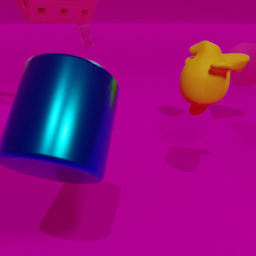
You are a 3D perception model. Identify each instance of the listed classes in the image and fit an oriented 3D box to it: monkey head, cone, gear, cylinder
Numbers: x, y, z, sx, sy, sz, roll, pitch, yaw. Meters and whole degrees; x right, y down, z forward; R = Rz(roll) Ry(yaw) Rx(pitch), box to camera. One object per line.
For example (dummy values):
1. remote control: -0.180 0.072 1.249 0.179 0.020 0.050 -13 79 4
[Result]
1. monkey head: 1.511 -0.875 4.881 1.213 1.686 1.016 2 67 -1
2. cone: 3.231 -1.842 8.079 1.330 1.330 1.335 14 16 30
3. gear: -1.438 -3.226 8.599 0.298 1.609 1.609 -19 25 -5
4. cylinder: -0.786 -0.053 3.379 1.215 1.215 1.215 8 -21 3

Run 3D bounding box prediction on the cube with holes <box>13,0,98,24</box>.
1. cube with holes: -1.387 -2.926 5.208 1.338 1.338 1.338 -16 58 -37
